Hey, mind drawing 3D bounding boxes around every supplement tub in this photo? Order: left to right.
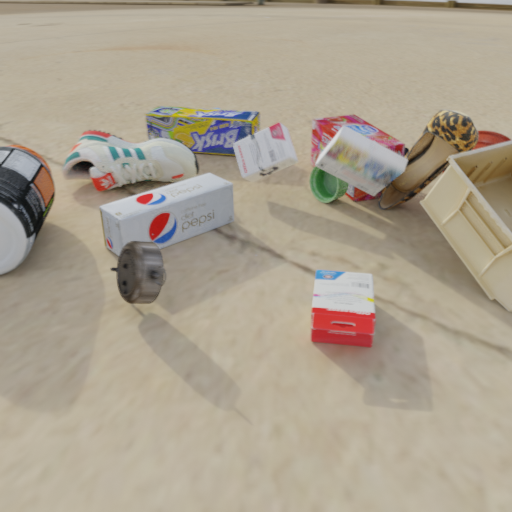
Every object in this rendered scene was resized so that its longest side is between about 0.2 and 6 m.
[{"bbox_3d":[-4.490,-0.926,9.822,1.602,1.602,2.614,-3,29,-5],"label":"supplement tub"}]

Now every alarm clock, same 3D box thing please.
[{"bbox_3d":[-1.637,0.243,8.026,0.450,0.911,1.351,3,0,-39],"label":"alarm clock"}]

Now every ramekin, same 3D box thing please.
[{"bbox_3d":[1.546,-1.548,11.741,0.406,0.830,0.830,-15,32,-37],"label":"ramekin"}]

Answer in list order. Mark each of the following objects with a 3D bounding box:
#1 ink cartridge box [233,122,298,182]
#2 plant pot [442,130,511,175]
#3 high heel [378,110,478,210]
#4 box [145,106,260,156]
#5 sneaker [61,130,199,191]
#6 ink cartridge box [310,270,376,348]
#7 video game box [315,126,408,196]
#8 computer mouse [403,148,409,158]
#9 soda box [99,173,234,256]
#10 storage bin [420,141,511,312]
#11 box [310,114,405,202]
[{"bbox_3d":[0.188,-2.165,11.804,1.142,0.827,0.482,-21,-13,22],"label":"ink cartridge box"},{"bbox_3d":[4.257,-1.396,10.902,1.583,1.583,1.540,15,41,25],"label":"plant pot"},{"bbox_3d":[3.118,-1.658,10.438,0.941,1.878,2.635,40,2,3],"label":"high heel"},{"bbox_3d":[-1.353,-3.235,14.479,2.826,0.990,0.908,6,30,11],"label":"box"},{"bbox_3d":[-2.818,-1.869,12.311,3.091,1.088,1.445,12,50,15],"label":"sneaker"},{"bbox_3d":[1.216,0.796,7.903,0.861,0.498,1.482,5,30,8],"label":"ink cartridge box"},{"bbox_3d":[1.975,-1.779,10.718,1.391,1.267,0.326,26,72,-7],"label":"video game box"},{"bbox_3d":[3.479,-2.558,14.036,1.279,0.337,0.885,28,37,22],"label":"computer mouse"},{"bbox_3d":[-1.582,-0.769,10.314,2.452,0.835,0.781,-24,37,-35],"label":"soda box"},{"bbox_3d":[4.293,-0.588,8.889,2.351,1.102,2.334,-17,64,-26],"label":"storage bin"},{"bbox_3d":[2.191,-2.263,12.577,1.140,1.190,2.388,-10,31,-16],"label":"box"}]
